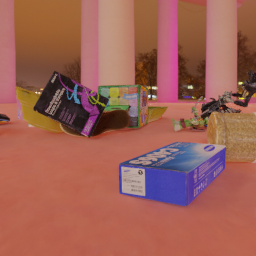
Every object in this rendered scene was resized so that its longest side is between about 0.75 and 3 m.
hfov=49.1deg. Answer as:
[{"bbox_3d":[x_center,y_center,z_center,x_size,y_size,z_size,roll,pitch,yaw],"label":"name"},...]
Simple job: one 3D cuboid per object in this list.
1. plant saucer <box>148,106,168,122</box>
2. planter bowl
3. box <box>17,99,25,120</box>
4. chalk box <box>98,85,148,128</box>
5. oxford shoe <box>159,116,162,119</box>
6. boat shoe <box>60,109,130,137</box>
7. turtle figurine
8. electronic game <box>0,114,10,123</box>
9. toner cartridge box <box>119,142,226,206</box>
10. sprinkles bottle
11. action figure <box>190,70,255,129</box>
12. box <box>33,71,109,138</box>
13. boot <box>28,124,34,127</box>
[{"bbox_3d":[0.235,-0.690,13.765,2.895,0.694,2.899,3,7,22],"label":"plant saucer"},{"bbox_3d":[-2.609,-0.473,9.206,2.484,1.035,2.484,18,0,0],"label":"planter bowl"},{"bbox_3d":[-5.052,-1.029,14.336,1.402,1.233,0.678,7,9,41],"label":"box"},{"bbox_3d":[-0.204,-0.834,10.708,1.600,1.592,2.572,2,4,12],"label":"chalk box"},{"bbox_3d":[1.634,-0.799,15.613,0.475,0.486,1.334,-1,7,-8],"label":"oxford shoe"},{"bbox_3d":[-1.086,-0.176,8.792,2.409,0.869,0.783,-8,1,-39],"label":"boat shoe"},{"bbox_3d":[2.130,-0.416,9.600,1.280,0.950,1.320,-15,-37,12],"label":"turtle figurine"},{"bbox_3d":[-6.072,-0.387,11.927,1.949,0.406,1.949,0,-4,0],"label":"electronic game"},{"bbox_3d":[0.764,0.563,4.126,0.922,0.419,1.941,4,8,31],"label":"toner cartridge box"},{"bbox_3d":[2.951,0.187,5.076,2.855,0.974,0.974,0,7,6],"label":"sprinkles bottle"},{"bbox_3d":[3.737,-0.681,10.376,2.948,1.504,1.752,-41,12,36],"label":"action figure"},{"bbox_3d":[-1.523,-0.641,7.642,1.699,1.215,0.307,26,-15,-8],"label":"box"},{"bbox_3d":[-3.162,-0.420,11.061,1.507,0.681,0.548,-2,-8,-29],"label":"boot"}]
